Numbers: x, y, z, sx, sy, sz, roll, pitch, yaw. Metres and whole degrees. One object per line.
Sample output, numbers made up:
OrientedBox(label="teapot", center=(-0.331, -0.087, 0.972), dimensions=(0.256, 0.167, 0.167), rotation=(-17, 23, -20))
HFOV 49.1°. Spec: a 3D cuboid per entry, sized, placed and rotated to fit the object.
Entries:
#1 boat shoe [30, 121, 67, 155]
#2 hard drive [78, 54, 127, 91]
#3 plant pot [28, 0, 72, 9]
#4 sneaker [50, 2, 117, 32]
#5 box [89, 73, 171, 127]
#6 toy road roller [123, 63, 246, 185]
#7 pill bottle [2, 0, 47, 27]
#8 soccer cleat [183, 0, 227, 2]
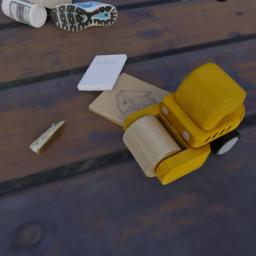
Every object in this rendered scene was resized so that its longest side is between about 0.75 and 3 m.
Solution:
OrientedBox(label="boat shoe", center=(-1.933, 0.171, 6.868), dimensions=(0.336, 0.393, 1.071), rotation=(28, 55, 18))
OrientedBox(label="hard drive", center=(-0.740, -1.687, 8.425), dimensions=(1.051, 0.202, 1.592), rotation=(2, 46, 19))
OrientedBox(label="plant pot", center=(-3.087, -5.397, 10.534), dimensions=(1.638, 1.452, 1.640), rotation=(29, 23, 23))
OrientedBox(label="sneaker", center=(-1.673, -4.229, 10.490), dimensions=(2.403, 0.942, 1.081), rotation=(-6, 36, -15))
OrientedBox(label="box", center=(0.258, -0.641, 7.684), dimensions=(2.077, 0.221, 1.698), rotation=(27, 55, 21))
OrientedBox(label="toy road roller", center=(1.304, -0.224, 6.070), dimensions=(2.649, 1.934, 1.628), rotation=(-23, 58, -21))
OrientedBox(label="pill bottle", center=(-3.894, -4.381, 10.478), dimensions=(1.524, 0.862, 0.862), rotation=(25, 54, 19))
OrientedBox(label="soccer cleat", center=(1.691, -3.358, 6.717), dimensions=(0.858, 0.715, 2.117), rotation=(-44, 41, 20))
